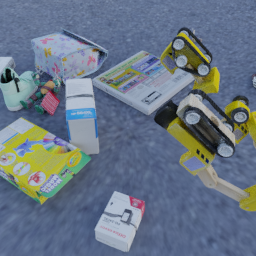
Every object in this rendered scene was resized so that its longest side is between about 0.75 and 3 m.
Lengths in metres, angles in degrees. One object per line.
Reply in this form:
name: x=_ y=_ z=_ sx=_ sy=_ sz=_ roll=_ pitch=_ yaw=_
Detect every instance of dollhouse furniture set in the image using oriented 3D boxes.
dollhouse furniture set: x=2.976 y=-4.119 z=12.826 sx=0.674 sy=0.604 sz=0.851 roll=20 pitch=47 yaw=20

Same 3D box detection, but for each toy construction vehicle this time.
toy construction vehicle: x=1.522 y=-0.206 z=5.275 sx=2.909 sy=1.024 sz=2.532 roll=42 pitch=38 yaw=-13

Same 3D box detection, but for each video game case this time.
video game case: x=0.642 y=-1.851 z=10.605 sx=2.710 sy=0.328 sz=2.977 roll=31 pitch=52 yaw=29

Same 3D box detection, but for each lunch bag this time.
lunch bag: x=-2.241 y=-2.970 z=11.003 sx=1.968 sy=1.475 sz=2.321 roll=33 pitch=46 yaw=29

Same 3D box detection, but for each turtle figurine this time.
turtle figurine: x=-2.799 y=-1.377 z=9.667 sx=1.386 sy=0.932 sz=1.852 roll=8 pitch=58 yaw=32

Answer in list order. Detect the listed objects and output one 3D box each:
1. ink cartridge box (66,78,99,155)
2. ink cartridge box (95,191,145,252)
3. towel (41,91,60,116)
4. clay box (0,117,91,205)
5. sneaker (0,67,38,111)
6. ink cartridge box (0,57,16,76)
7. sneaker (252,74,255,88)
ink cartridge box: x=-1.344 y=-0.364 z=8.213 sx=0.811 sy=1.404 sz=1.923 roll=-6 pitch=44 yaw=-7
ink cartridge box: x=-0.165 y=2.076 z=6.299 sx=0.782 sy=0.449 sz=1.077 roll=15 pitch=45 yaw=16
towel: x=-2.589 y=-0.837 z=9.379 sx=0.088 sy=0.568 sz=0.786 roll=-20 pitch=37 yaw=26
clay box: x=-2.479 y=0.840 z=7.463 sx=2.787 sy=0.663 sz=1.601 roll=26 pitch=49 yaw=25
sneaker: x=-3.760 y=-1.719 z=9.778 sx=0.784 sy=1.257 sz=2.131 roll=1 pitch=42 yaw=3
ink cartridge box: x=-5.654 y=-2.198 z=10.937 sx=1.968 sy=0.465 sz=1.575 roll=0 pitch=43 yaw=6
sneaker: x=5.472 y=-1.907 z=10.468 sx=1.646 sy=0.623 sz=0.951 roll=3 pitch=40 yaw=4
